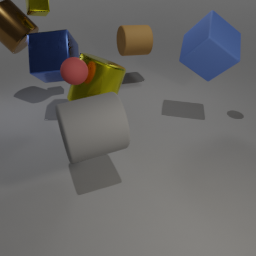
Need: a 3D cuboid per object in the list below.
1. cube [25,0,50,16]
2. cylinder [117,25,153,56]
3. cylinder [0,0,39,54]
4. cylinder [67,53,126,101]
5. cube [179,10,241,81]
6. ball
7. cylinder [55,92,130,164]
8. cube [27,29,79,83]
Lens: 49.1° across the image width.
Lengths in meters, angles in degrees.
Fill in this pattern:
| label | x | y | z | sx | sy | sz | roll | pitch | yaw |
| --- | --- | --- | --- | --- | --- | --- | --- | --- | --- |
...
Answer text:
| label | x | y | z | sx | sy | sz | roll | pitch | yaw |
| --- | --- | --- | --- | --- | --- | --- | --- | --- | --- |
| cube | -3.267 | -4.480 | 10.083 | 0.700 | 0.700 | 0.700 | -7 | 9 | -26 |
| cylinder | 0.311 | -4.236 | 13.554 | 1.400 | 1.400 | 1.400 | -8 | 32 | -19 |
| cylinder | -4.358 | -3.779 | 10.519 | 1.400 | 1.400 | 1.400 | 44 | 31 | -14 |
| cylinder | -0.933 | -1.317 | 8.276 | 1.400 | 1.400 | 1.400 | 19 | 16 | -6 |
| cube | 2.785 | -2.734 | 9.488 | 1.400 | 1.400 | 1.400 | 29 | 56 | -21 |
| ball | -1.374 | -1.455 | 7.169 | 0.700 | 0.700 | 0.700 | 0 | 32 | 0 |
| cylinder | -0.839 | -0.020 | 6.549 | 1.400 | 1.400 | 1.400 | -15 | 34 | -16 |
| cube | -2.581 | -2.494 | 9.954 | 1.400 | 1.400 | 1.400 | -5 | -4 | 4 |
